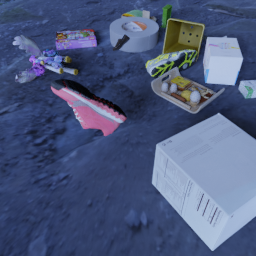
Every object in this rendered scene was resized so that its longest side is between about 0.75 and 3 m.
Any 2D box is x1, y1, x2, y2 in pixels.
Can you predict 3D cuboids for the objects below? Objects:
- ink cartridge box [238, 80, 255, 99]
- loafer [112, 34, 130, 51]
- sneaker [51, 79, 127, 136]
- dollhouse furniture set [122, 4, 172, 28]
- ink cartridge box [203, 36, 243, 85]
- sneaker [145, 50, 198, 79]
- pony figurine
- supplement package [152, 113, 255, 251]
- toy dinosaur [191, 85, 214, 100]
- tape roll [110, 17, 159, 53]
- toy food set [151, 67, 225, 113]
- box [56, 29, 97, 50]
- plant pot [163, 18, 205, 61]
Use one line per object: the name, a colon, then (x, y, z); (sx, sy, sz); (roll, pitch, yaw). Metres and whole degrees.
ink cartridge box: (4.923, -1.522, 10.890); (0.943, 0.396, 0.688); (-5, 44, -5)
loafer: (-0.301, -3.156, 10.347); (0.815, 0.291, 0.297); (-46, 28, -13)
sneaker: (-1.153, -0.461, 7.701); (2.344, 1.017, 0.864); (28, 16, -29)
dollhouse furniture set: (1.001, -6.444, 15.609); (2.758, 1.065, 1.379); (24, 48, 23)
ink cartridge box: (3.880, -2.887, 11.713); (1.227, 1.259, 1.959); (5, 43, 6)
sneaker: (1.889, -2.928, 11.976); (2.492, 0.939, 0.952); (-20, 50, -21)
pony figurine: (-3.454, -2.668, 11.430); (2.211, 1.841, 2.134); (13, 13, 18)
supplement package: (2.193, 1.223, 7.037); (2.199, 1.692, 2.300); (-24, 49, -24)
toy dinosaur: (2.760, -1.281, 10.293); (0.667, 0.384, 1.320); (13, 12, -18)
tape roll: (0.309, -4.690, 13.949); (2.413, 0.797, 2.413); (0, 44, 0)
toy food set: (2.275, -1.569, 10.723); (2.289, 0.691, 1.642); (34, 54, 30)
box: (-2.596, -4.458, 13.997); (1.949, 0.381, 1.334); (-7, 44, -8)
plant pot: (2.712, -4.202, 12.963); (1.636, 1.636, 1.443); (18, 36, 18)
